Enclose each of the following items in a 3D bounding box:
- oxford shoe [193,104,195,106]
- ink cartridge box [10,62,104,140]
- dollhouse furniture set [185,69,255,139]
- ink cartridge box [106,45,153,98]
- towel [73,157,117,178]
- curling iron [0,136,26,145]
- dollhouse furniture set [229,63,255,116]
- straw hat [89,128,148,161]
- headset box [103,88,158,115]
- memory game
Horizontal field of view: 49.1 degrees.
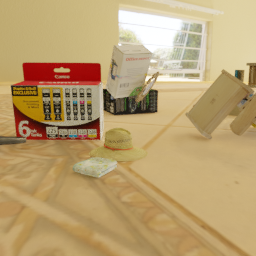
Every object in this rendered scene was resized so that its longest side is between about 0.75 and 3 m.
[{"bbox_3d":[4.062,-1.294,15.214,1.165,0.425,0.415,-3,12,-15],"label":"oxford shoe"},{"bbox_3d":[-2.079,-0.836,8.554,2.566,2.253,1.076,-1,16,0],"label":"ink cartridge box"},{"bbox_3d":[3.786,-0.023,8.783,2.862,1.868,2.702,27,21,-27],"label":"dollhouse furniture set"},{"bbox_3d":[0.021,-1.679,8.264,1.039,1.430,0.626,-13,47,-31],"label":"ink cartridge box"},{"bbox_3d":[-0.685,0.811,5.943,0.661,0.186,0.773,6,14,29],"label":"towel"},{"bbox_3d":[-4.211,0.322,7.885,2.556,0.327,0.634,-2,12,-10],"label":"curling iron"},{"bbox_3d":[5.304,-1.812,13.017,1.656,2.349,1.646,10,15,38],"label":"dollhouse furniture set"},{"bbox_3d":[-0.240,0.333,7.103,1.517,0.642,1.517,0,13,0],"label":"straw hat"},{"bbox_3d":[0.127,-1.395,14.009,2.427,1.126,2.113,-4,13,-19],"label":"headset box"},{"bbox_3d":[0.615,-1.279,8.723,0.074,1.167,1.167,38,21,9],"label":"memory game"}]
